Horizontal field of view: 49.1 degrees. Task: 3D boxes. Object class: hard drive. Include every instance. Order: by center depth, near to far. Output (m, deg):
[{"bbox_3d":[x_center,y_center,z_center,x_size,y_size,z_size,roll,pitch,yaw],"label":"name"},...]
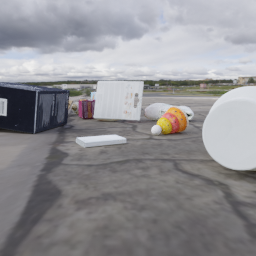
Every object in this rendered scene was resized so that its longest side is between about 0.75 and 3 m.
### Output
[{"bbox_3d":[-0.756,0.351,7.817,1.200,0.160,0.791,-5,9,-26],"label":"hard drive"}]

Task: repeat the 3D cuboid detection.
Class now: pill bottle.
[{"bbox_3d":[2.508,-0.044,5.589,1.576,1.576,2.796,5,10,33],"label":"pill bottle"}]

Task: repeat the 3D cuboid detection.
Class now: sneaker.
[{"bbox_3d":[1.916,-0.714,13.006,2.347,0.825,0.940,0,11,-1],"label":"sneaker"}]

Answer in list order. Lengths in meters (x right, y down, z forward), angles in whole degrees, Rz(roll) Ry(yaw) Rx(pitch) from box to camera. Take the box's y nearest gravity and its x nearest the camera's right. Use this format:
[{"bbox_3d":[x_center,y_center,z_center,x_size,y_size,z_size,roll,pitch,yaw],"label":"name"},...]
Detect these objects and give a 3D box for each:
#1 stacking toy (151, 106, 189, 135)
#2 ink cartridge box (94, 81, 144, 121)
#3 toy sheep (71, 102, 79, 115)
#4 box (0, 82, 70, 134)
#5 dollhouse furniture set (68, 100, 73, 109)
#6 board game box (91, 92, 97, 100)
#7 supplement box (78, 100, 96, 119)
[{"bbox_3d":[1.299,-0.088,9.353,1.314,0.960,0.960,-29,24,-34],"label":"stacking toy"},{"bbox_3d":[-0.390,-1.242,12.889,2.261,1.834,0.567,4,-7,16],"label":"ink cartridge box"},{"bbox_3d":[-2.832,-1.143,16.338,0.818,0.818,1.187,5,-2,31],"label":"toy sheep"},{"bbox_3d":[-4.122,-0.890,10.711,2.913,1.516,2.652,9,10,11],"label":"box"},{"bbox_3d":[-4.029,-1.270,14.846,1.197,1.397,1.469,6,-26,36],"label":"dollhouse furniture set"},{"bbox_3d":[-1.368,-1.528,16.992,1.249,1.271,2.424,-2,9,-20],"label":"board game box"},{"bbox_3d":[-1.550,-0.992,14.416,1.839,0.949,1.204,-3,9,-18],"label":"supplement box"}]
